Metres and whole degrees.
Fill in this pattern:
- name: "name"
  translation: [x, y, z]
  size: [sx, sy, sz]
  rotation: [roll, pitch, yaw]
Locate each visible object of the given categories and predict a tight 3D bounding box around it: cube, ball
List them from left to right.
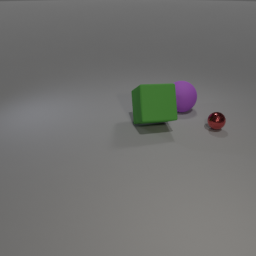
- name: "cube"
  translation: [1.002, -0.921, 11.020]
  size: [1.400, 1.400, 1.400]
  rotation: [-4, -1, -12]
- name: "ball"
  translation: [2.379, -1.407, 12.554]
  size: [1.400, 1.400, 1.400]
  rotation: [0, 28, 0]
- name: "ball"
  translation: [3.493, -0.287, 11.044]
  size: [0.700, 0.700, 0.700]
  rotation: [0, 28, 0]
